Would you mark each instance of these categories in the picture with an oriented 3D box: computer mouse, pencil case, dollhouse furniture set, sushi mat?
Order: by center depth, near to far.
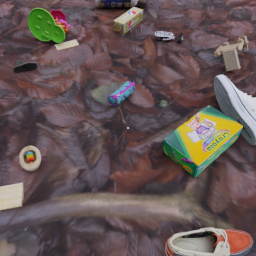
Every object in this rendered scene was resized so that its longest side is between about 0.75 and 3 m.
[{"bbox_3d":[-3.777,2.019,7.948,1.580,0.096,0.756,-9,48,-8],"label":"sushi mat"},{"bbox_3d":[-0.229,-1.296,10.551,0.508,0.551,1.193,46,53,-1],"label":"pencil case"},{"bbox_3d":[4.579,-3.255,12.308,1.000,0.854,1.929,-2,30,41],"label":"dollhouse furniture set"},{"bbox_3d":[-2.892,-3.934,13.259,1.086,0.066,0.520,-20,50,-17],"label":"sushi mat"},{"bbox_3d":[1.969,-4.394,13.501,1.393,0.306,0.764,7,48,2],"label":"computer mouse"}]

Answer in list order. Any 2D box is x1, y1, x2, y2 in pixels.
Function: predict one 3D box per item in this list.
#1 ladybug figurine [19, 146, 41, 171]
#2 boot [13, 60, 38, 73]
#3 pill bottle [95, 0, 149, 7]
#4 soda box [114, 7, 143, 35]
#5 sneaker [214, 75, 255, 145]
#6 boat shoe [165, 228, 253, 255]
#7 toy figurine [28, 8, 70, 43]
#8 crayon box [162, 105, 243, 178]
[{"bbox_3d":[-3.023,0.967,8.709,0.654,0.347,0.964,-14,50,-12],"label":"ladybug figurine"},{"bbox_3d":[-4.410,-2.771,12.041,0.994,0.385,0.687,-11,44,-11],"label":"boot"},{"bbox_3d":[-0.338,-7.545,15.400,2.989,1.660,1.660,-1,48,-1],"label":"pill bottle"},{"bbox_3d":[0.038,-5.491,14.294,0.619,0.585,1.829,27,53,22],"label":"soda box"},{"bbox_3d":[4.041,-0.737,9.787,1.048,1.081,2.961,-18,61,-8],"label":"sneaker"},{"bbox_3d":[2.025,2.815,6.838,2.243,0.702,0.798,-3,47,-4],"label":"boat shoe"},{"bbox_3d":[-3.447,-5.035,13.507,1.959,1.471,1.803,30,38,3],"label":"toy figurine"},{"bbox_3d":[2.395,0.353,9.021,2.333,0.680,1.385,-34,57,-26],"label":"crayon box"}]
